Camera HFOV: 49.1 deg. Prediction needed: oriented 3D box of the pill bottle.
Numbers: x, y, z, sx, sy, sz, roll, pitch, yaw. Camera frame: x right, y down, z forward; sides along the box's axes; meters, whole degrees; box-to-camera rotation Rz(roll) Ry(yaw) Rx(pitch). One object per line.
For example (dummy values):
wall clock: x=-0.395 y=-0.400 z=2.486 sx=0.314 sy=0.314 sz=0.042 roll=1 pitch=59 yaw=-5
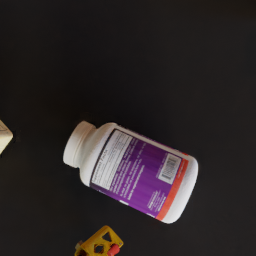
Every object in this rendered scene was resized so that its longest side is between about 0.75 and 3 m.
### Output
pill bottle: x=0.034 y=0.871 z=6.276 sx=2.754 sy=1.549 sz=1.549 roll=23 pitch=74 yaw=8

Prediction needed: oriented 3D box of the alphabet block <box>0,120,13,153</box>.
alphabet block: x=-3.619 y=0.213 z=6.556 sx=1.057 sy=1.077 sz=1.052 roll=46 pitch=107 yaw=11

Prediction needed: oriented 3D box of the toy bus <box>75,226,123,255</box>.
toy bus: x=-0.776 y=2.643 z=5.782 sx=1.288 sy=1.365 sz=0.705 roll=-45 pitch=71 yaw=-6
